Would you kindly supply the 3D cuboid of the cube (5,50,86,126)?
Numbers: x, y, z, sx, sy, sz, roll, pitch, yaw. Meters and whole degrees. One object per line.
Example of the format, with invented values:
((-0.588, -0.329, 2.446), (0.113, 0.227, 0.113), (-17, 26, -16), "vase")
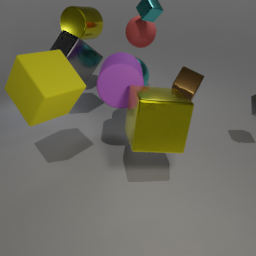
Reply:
((-2.321, -1.136, 7.840), (1.400, 1.400, 1.400), (-26, 76, -46), "cube")

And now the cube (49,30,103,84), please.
((-2.151, -2.784, 11.121), (1.400, 1.400, 1.400), (30, 7, -47), "cube")

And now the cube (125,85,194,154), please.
((0.761, -0.260, 7.544), (1.400, 1.400, 1.400), (3, 22, -11), "cube")

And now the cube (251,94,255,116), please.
((4.652, -0.782, 9.370), (0.700, 0.700, 0.700), (12, 73, -20), "cube")

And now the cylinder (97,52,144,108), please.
((-0.224, -1.522, 8.809), (1.400, 1.400, 1.400), (0, 28, 0), "cylinder")

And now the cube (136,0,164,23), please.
((0.889, -4.890, 11.517), (0.700, 0.700, 0.700), (-8, 68, -43), "cube")

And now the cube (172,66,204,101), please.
((1.770, -1.286, 8.462), (0.700, 0.700, 0.700), (29, 73, 10), "cube")

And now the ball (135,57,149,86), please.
((0.088, -1.929, 10.378), (1.400, 1.400, 1.400), (0, 32, 0), "ball")

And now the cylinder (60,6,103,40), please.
((-2.049, -4.659, 12.488), (1.400, 1.400, 1.400), (16, 26, 23), "cylinder")

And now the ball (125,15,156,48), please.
((0.583, -4.381, 12.771), (1.400, 1.400, 1.400), (0, 32, 0), "ball")
